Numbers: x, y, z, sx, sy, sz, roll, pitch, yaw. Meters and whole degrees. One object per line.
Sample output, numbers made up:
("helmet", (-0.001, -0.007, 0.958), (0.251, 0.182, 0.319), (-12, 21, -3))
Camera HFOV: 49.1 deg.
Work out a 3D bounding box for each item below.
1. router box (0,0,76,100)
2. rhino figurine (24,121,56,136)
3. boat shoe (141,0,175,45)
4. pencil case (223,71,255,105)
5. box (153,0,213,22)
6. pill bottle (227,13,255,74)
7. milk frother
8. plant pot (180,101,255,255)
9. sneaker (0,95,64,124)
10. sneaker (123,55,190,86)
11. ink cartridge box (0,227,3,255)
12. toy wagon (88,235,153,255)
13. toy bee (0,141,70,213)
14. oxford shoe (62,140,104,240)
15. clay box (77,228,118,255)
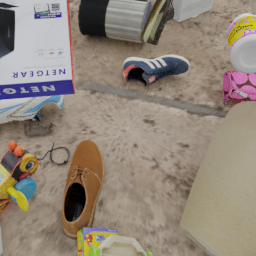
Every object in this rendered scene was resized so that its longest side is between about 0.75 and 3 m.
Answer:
("router box", (-2.118, -1.519, 4.867), (2.272, 0.555, 2.039), (-6, 71, -7))
("rhino figurine", (-2.614, 0.020, 8.314), (0.953, 0.285, 0.417), (-7, 64, -8))
("boat shoe", (0.996, -3.235, 7.852), (0.619, 1.909, 0.699), (20, 37, -15))
("pencil case", (4.196, -1.220, 8.804), (2.340, 1.062, 1.096), (2, 17, 5))
("box", (2.409, -5.814, 12.113), (1.917, 1.260, 1.927), (-27, 58, -19))
("pill bottle", (3.111, -2.284, 7.256), (0.997, 0.997, 1.913), (9, 42, 7))
("milk frother", (-0.433, -4.681, 10.218), (2.509, 2.667, 2.407), (11, 76, 8))
("plant pot", (2.529, 1.404, 6.039), (2.744, 2.744, 2.929), (37, 76, 24))
("sneaker", (-3.318, -0.521, 8.351), (2.923, 1.059, 1.051), (-22, 11, -4))
("sneaker", (0.929, -1.851, 9.425), (2.256, 0.846, 0.953), (-2, 51, 11))
("ink cartridge box", (-3.909, 2.596, 5.757), (2.126, 0.721, 1.233), (3, 17, 3))
("toy wagon", (-0.099, 3.120, 5.493), (1.478, 0.377, 1.904), (20, 45, -28))
("toy bee", (-2.865, 1.022, 6.801), (1.841, 1.528, 2.812), (15, 54, 13))
("oxford shoe", (-1.108, 1.277, 6.976), (0.945, 0.944, 2.649), (-1, 51, 1))
("clay box", (-0.576, 2.904, 5.854), (0.871, 0.361, 1.517), (14, 46, -30))
